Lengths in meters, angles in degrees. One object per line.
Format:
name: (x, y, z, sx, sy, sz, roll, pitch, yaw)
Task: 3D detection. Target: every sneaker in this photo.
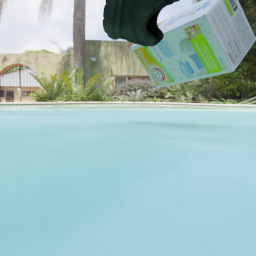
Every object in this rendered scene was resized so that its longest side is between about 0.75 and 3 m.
sneaker: (0.404, -2.879, 5.033, 1.343, 2.959, 1.124, 28, 47, 20)

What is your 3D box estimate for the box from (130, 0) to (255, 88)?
box: (1.732, -2.395, 8.033, 2.929, 1.647, 1.484, -2, 41, 54)
